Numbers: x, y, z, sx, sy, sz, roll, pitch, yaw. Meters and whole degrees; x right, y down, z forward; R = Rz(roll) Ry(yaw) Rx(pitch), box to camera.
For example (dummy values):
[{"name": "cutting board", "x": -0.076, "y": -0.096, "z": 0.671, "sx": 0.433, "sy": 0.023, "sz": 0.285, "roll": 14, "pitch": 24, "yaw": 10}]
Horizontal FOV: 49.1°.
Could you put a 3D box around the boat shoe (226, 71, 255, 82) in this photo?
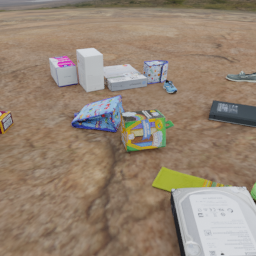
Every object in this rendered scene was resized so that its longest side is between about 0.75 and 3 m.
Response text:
[{"name": "boat shoe", "x": 6.714, "y": -3.062, "z": 16.364, "sx": 1.848, "sy": 0.571, "sz": 0.673, "roll": 7, "pitch": 31, "yaw": 12}]

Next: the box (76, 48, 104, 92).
[{"name": "box", "x": -2.036, "y": -3.155, "z": 15.155, "sx": 1.027, "sy": 1.931, "sz": 1.470, "roll": -12, "pitch": 33, "yaw": -21}]

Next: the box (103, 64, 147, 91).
[{"name": "box", "x": -0.414, "y": -2.977, "z": 16.231, "sx": 2.136, "sy": 0.564, "sz": 2.740, "roll": -11, "pitch": 33, "yaw": -19}]

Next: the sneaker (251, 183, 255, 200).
[{"name": "sneaker", "x": 4.595, "y": 1.731, "z": 7.940, "sx": 2.289, "sy": 0.878, "sz": 0.959, "roll": -19, "pitch": 44, "yaw": -15}]

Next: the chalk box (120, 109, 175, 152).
[{"name": "chalk box", "x": 0.727, "y": 0.034, "z": 10.198, "sx": 1.858, "sy": 1.151, "sz": 1.160, "roll": -5, "pitch": 20, "yaw": -8}]

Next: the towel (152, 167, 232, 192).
[{"name": "towel", "x": 1.907, "y": 1.745, "z": 8.400, "sx": 2.207, "sy": 0.199, "sz": 0.950, "roll": 13, "pitch": 32, "yaw": 22}]

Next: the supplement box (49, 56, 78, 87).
[{"name": "supplement box", "x": -3.779, "y": -3.326, "z": 16.284, "sx": 1.117, "sy": 1.141, "sz": 2.207, "roll": -14, "pitch": 31, "yaw": -21}]

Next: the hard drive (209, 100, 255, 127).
[{"name": "hard drive", "x": 4.792, "y": -0.660, "z": 12.400, "sx": 2.189, "sy": 0.360, "sz": 1.528, "roll": 11, "pitch": 32, "yaw": 18}]

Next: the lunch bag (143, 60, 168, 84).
[{"name": "lunch bag", "x": 1.645, "y": -3.225, "z": 16.041, "sx": 1.383, "sy": 1.176, "sz": 0.857, "roll": -10, "pitch": 36, "yaw": -20}]

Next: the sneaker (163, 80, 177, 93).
[{"name": "sneaker", "x": 2.231, "y": -2.228, "z": 14.950, "sx": 0.470, "sy": 0.539, "sz": 1.198, "roll": -12, "pitch": 32, "yaw": -19}]

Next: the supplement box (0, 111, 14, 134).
[{"name": "supplement box", "x": -5.614, "y": -0.270, "z": 11.440, "sx": 1.495, "sy": 0.640, "sz": 0.825, "roll": 4, "pitch": 30, "yaw": 6}]

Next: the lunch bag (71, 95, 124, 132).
[{"name": "lunch bag", "x": -1.359, "y": -0.595, "z": 11.899, "sx": 2.062, "sy": 0.970, "sz": 1.552, "roll": -2, "pitch": 31, "yaw": 16}]

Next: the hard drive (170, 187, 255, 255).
[{"name": "hard drive", "x": 2.211, "y": 2.582, "z": 6.435, "sx": 2.078, "sy": 0.563, "sz": 2.974, "roll": -1, "pitch": 34, "yaw": 0}]
